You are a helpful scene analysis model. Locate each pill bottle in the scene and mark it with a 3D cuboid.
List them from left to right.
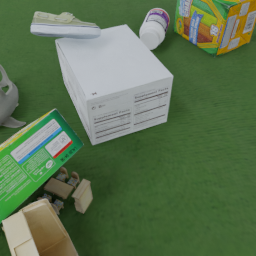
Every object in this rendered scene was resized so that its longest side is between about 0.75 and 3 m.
[{"bbox_3d":[0.933,-3.563,10.146,0.919,0.919,1.650,11,48,10],"label":"pill bottle"}]

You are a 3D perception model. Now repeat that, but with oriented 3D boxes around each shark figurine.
[{"bbox_3d":[-3.439,-0.902,7.656,1.456,1.017,2.438,3,49,1],"label":"shark figurine"}]

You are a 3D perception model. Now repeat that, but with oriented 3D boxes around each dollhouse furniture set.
[{"bbox_3d":[-1.280,1.278,5.821,0.980,0.651,0.859,19,50,16],"label":"dollhouse furniture set"}]

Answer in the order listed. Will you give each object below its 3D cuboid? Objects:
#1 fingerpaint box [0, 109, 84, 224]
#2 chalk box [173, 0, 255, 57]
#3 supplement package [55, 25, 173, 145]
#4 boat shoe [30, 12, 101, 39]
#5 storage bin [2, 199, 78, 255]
[{"bbox_3d":[-2.350,0.912,5.209,2.105,0.925,2.523,-17,23,52],"label":"fingerpaint box"},{"bbox_3d":[2.914,-4.263,10.191,1.842,1.855,2.972,-26,51,-23],"label":"chalk box"},{"bbox_3d":[-0.457,-1.305,7.607,2.182,1.553,2.802,-18,50,-16],"label":"supplement package"},{"bbox_3d":[-1.637,-2.682,7.253,1.936,0.601,0.697,7,8,9],"label":"boat shoe"},{"bbox_3d":[-1.119,2.209,4.302,0.779,1.651,1.663,-26,52,-18],"label":"storage bin"}]
